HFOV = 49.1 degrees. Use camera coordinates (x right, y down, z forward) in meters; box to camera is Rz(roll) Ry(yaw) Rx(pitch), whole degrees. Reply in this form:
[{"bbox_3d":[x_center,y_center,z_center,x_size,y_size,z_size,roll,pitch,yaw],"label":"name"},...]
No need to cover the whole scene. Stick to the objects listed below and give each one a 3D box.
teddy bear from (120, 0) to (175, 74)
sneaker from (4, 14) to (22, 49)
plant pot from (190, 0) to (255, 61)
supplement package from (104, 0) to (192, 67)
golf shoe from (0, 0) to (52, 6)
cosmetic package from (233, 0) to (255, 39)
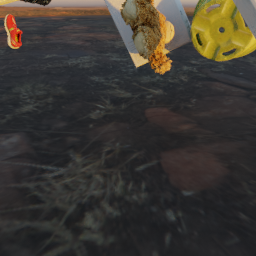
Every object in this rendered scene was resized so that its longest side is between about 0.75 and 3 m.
[{"bbox_3d":[0.521,-2.057,5.868,0.794,1.724,2.378,-21,-10,17],"label":"teddy bear"},{"bbox_3d":[-2.831,-2.435,7.042,0.360,0.848,0.327,-8,5,24],"label":"sneaker"},{"bbox_3d":[2.325,-2.424,6.607,2.002,2.002,1.840,11,31,22],"label":"plant pot"},{"bbox_3d":[0.499,-3.393,7.659,1.661,2.774,1.682,-21,16,23],"label":"supplement package"},{"bbox_3d":[-2.758,-3.863,7.815,2.997,1.416,1.165,-40,64,-20],"label":"golf shoe"},{"bbox_3d":[1.814,-1.598,3.000,1.205,2.239,0.950,-27,-12,20],"label":"cosmetic package"}]
